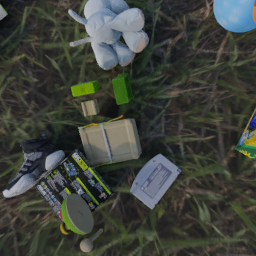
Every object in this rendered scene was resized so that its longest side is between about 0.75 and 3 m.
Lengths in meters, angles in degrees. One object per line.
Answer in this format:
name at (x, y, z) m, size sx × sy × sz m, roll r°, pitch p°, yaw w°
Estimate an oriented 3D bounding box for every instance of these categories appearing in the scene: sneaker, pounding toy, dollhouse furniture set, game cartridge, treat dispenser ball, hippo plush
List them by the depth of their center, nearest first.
pounding toy at (-1.444, 2.561, 7.531) m, size 0.681 × 1.132 × 1.467 m, roll -33°, pitch 90°, yaw 13°
sneaker at (-3.025, 1.075, 8.450) m, size 2.060 × 0.777 × 1.172 m, roll -39°, pitch 79°, yaw -14°
game cartridge at (0.802, 1.574, 8.567) m, size 0.994 × 0.305 × 1.493 m, roll 39°, pitch 80°, yaw 5°
dollhouse furniture set at (-0.605, -0.253, 8.843) m, size 1.701 × 1.303 × 2.597 m, roll -10°, pitch 103°, yaw 7°
treat dispenser ball at (3.733, -4.078, 9.129) m, size 1.824 × 1.824 × 1.824 m, roll 0°, pitch 77°, yaw 0°
hippo plush at (-0.738, -3.250, 9.191) m, size 2.540 × 2.024 × 2.043 m, roll -6°, pitch 46°, yaw -15°

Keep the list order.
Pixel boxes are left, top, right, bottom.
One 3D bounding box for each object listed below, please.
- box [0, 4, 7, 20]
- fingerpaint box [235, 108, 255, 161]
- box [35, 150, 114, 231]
box at (-5.467, -3.822, 9.506) m, size 2.740 × 0.653 × 1.671 m, roll -43°, pitch 68°, yaw -9°
fingerpaint box at (4.243, -0.268, 8.194) m, size 0.808 × 1.837 × 2.202 m, roll 30°, pitch 79°, yaw 6°
box at (-1.592, 1.833, 8.329) m, size 1.688 × 0.415 × 1.748 m, roll -41°, pitch 80°, yaw -3°
